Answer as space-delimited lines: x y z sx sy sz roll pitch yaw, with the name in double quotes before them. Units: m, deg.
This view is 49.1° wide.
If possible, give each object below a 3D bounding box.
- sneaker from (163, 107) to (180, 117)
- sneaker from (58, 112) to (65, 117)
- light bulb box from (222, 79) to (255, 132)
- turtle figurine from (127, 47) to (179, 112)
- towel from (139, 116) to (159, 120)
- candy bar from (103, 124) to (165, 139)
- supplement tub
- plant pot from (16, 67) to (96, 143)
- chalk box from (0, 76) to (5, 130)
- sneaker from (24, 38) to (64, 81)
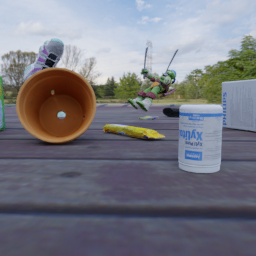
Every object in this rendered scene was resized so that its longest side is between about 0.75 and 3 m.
"sneaker" 2.760 -0.804 14.863 1.682 0.505 0.877 10 10 31
"sneaker" -3.333 -0.887 14.722 1.104 0.651 0.406 1 5 -6
"light bulb box" 4.744 -0.734 8.789 2.539 1.599 2.562 -3 6 -18
"turtle figurine" 0.749 -1.639 9.554 1.426 1.922 1.982 33 -13 28
"towel" 1.019 -0.501 13.639 0.737 0.117 1.026 4 7 25
"candy bar" 0.057 0.086 7.565 0.567 0.252 2.274 0 4 -35
"supplement tub" 1.035 0.130 4.027 0.609 0.923 0.609 0 5 0
"plant pot" -1.640 -0.419 6.659 1.703 1.703 1.192 -1 -10 -10
"chalk box" -4.680 -0.676 8.034 1.709 1.701 2.747 -1 5 0
"sneaker" -2.599 -1.767 8.985 0.785 1.412 2.019 14 -46 -41
